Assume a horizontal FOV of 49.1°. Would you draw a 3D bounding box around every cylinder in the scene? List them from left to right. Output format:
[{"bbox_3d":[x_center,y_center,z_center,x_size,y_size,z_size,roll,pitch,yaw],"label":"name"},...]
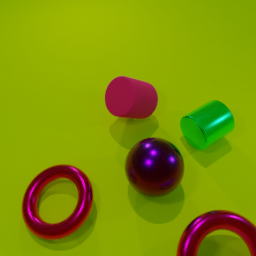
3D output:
[{"bbox_3d":[0.097,-0.802,7.606,1.064,1.064,1.064,2,40,-51],"label":"cylinder"},{"bbox_3d":[2.086,-0.083,7.421,1.017,1.017,1.017,-29,59,-19],"label":"cylinder"}]

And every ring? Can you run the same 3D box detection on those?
[{"bbox_3d":[-1.616,1.642,6.395,1.722,0.344,1.722,-6,60,11],"label":"ring"},{"bbox_3d":[1.921,2.649,5.527,2.000,0.400,2.000,3,71,-8],"label":"ring"}]

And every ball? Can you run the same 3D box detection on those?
[{"bbox_3d":[0.610,0.902,6.502,1.380,1.380,1.380,0,54,0],"label":"ball"}]
